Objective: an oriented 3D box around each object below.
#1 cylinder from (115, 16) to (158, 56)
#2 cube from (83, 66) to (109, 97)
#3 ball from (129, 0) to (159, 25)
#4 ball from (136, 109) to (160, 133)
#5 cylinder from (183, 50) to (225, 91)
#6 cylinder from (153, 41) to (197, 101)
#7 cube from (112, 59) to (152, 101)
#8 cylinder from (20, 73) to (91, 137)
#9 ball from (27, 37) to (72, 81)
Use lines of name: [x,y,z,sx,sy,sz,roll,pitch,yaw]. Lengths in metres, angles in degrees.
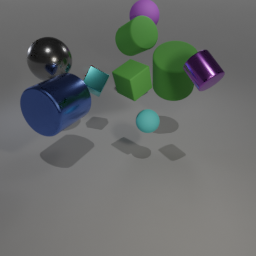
cylinder: [0.358,-3.980,12.224,1.400,1.400,1.400,-17,9,-28]
cube: [-1.132,-1.589,9.642,0.700,0.700,0.700,27,-10,-7]
ball: [0.764,-5.250,13.080,1.400,1.400,1.400,0,29,0]
ball: [0.574,-0.201,8.213,0.700,0.700,0.700,0,29,0]
cylinder: [1.767,-1.338,6.552,0.700,0.700,0.700,-20,71,-32]
cylinder: [1.502,-1.839,9.099,1.400,1.400,1.400,-2,57,3]
cube: [0.119,-1.263,7.348,0.700,0.700,0.700,-40,49,-24]
cylinder: [-1.967,-0.673,7.776,1.400,1.400,1.400,14,31,24]
ball: [-2.489,-2.172,8.927,1.400,1.400,1.400,0,29,0]
